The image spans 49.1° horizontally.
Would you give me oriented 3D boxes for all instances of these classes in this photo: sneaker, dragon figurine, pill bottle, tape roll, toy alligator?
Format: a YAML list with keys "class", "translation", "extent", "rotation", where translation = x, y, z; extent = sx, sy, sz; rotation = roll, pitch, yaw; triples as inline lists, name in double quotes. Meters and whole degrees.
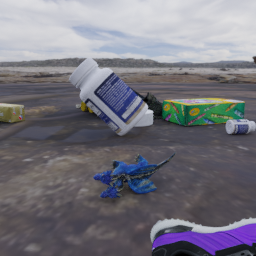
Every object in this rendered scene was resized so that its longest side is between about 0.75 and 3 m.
- class: "sneaker"
  translation: [0.935, 1.261, 2.627]
  extent: [1.461, 0.508, 0.726]
  rotation: [-3, 15, 8]
- class: "dragon figurine"
  translation: [0.203, 0.798, 4.755]
  extent: [1.680, 0.495, 0.835]
  rotation: [-5, 12, -19]
- class: "pill bottle"
  translation: [3.617, -0.039, 8.971]
  extent: [0.827, 0.459, 0.459]
  rotation: [-1, 12, -8]
- class: "sneaker"
  translation: [1.293, -0.961, 11.826]
  extent: [1.814, 1.039, 0.693]
  rotation: [-2, 31, -8]
- class: "tape roll"
  translation: [0.290, -0.408, 10.721]
  extent: [1.374, 0.481, 1.374]
  rotation: [0, 11, 0]
- class: "pill bottle"
  translation: [-0.624, -0.995, 8.618]
  extent: [2.356, 1.309, 1.309]
  rotation: [44, 8, -8]
- class: "toy alligator"
  translation: [-1.907, -1.225, 14.156]
  extent: [0.984, 0.713, 2.968]
  rotation: [-8, 14, -38]

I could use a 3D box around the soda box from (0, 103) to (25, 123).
- class: "soda box"
  translation: [-5.190, -0.651, 11.525]
  extent: [2.014, 0.645, 0.682]
  rotation: [6, 13, 30]

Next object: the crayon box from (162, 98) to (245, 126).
- class: "crayon box"
  translation: [3.009, -0.699, 11.274]
  extent: [2.821, 0.822, 1.676]
  rotation: [-5, 12, -22]

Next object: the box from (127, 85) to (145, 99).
- class: "box"
  translation: [-0.544, -1.283, 13.014]
  extent: [2.672, 0.615, 2.124]
  rotation: [-9, 36, -38]
